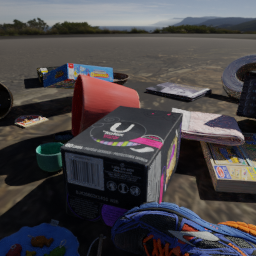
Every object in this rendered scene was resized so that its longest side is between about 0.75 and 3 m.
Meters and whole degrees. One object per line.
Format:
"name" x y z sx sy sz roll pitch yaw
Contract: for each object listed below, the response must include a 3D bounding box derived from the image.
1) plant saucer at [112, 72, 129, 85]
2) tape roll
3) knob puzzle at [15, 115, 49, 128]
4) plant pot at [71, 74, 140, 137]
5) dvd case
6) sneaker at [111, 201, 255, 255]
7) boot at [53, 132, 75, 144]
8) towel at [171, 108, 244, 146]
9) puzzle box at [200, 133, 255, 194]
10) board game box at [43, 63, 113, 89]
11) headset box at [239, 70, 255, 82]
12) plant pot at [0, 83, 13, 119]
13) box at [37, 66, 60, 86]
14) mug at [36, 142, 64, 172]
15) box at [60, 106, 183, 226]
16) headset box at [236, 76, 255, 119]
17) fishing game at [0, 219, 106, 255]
"plant saucer" -1.246 -2.729 15.835 2.654 0.426 2.654 1 23 0
"tape roll" 5.889 -2.464 13.280 2.764 0.505 2.764 -17 45 17
"knob puzzle" -3.669 -0.342 10.345 1.222 0.169 1.222 0 22 0
"plant pot" -0.720 -0.556 8.760 1.823 2.060 2.060 4 20 -20
"dvd case" 2.538 -1.888 14.050 2.660 0.212 1.978 18 28 37
"sneaker" 0.919 1.822 4.142 2.566 0.967 1.006 5 29 17
"boot" -1.516 0.385 7.965 1.294 0.627 0.483 -12 25 -27
"towel" 2.224 -0.104 8.365 2.136 0.361 2.237 9 19 12
"puzzle box" 2.976 0.786 7.351 1.836 0.351 2.760 2 23 5
"board game box" -2.172 -2.162 12.123 2.199 0.628 2.246 -4 0 -40
"headset box" 7.154 -2.637 14.779 2.039 1.029 2.744 4 23 9
"plant pot" -5.042 -1.091 10.812 1.454 1.454 1.561 -3 8 -8
"box" -4.193 -3.119 16.513 2.084 0.644 2.610 -9 24 -18
"mug" -1.860 0.785 7.092 0.897 0.555 0.737 13 25 25
"box" 0.053 0.647 6.159 1.738 1.508 2.844 9 23 19
"headset box" 5.024 -0.737 8.930 2.802 1.300 2.440 15 8 30
"fishing game" -1.480 2.014 4.431 2.165 0.337 1.550 1 25 2
